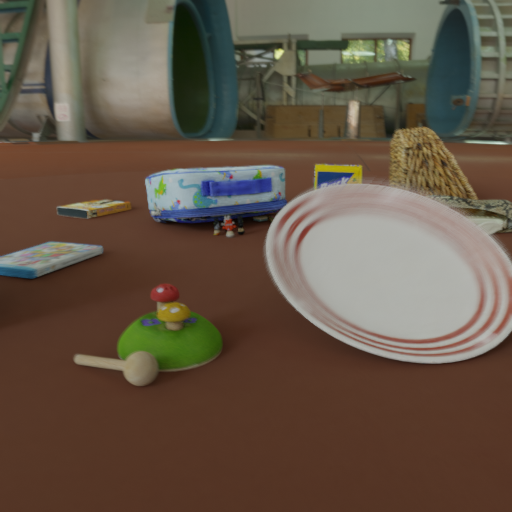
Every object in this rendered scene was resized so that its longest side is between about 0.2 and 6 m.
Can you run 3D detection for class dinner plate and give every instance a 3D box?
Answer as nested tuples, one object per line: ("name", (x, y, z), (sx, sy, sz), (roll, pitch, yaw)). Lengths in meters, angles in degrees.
("dinner plate", (1.689, 0.135, 7.118), (3.187, 0.386, 3.187), (5, 44, -5))

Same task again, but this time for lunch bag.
("lunch bag", (-0.921, -1.479, 13.051), (2.993, 1.234, 2.406), (-9, 8, -31))

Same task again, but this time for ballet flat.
("ballet flat", (4.428, -0.821, 12.091), (2.485, 0.843, 0.936), (2, 38, 1))

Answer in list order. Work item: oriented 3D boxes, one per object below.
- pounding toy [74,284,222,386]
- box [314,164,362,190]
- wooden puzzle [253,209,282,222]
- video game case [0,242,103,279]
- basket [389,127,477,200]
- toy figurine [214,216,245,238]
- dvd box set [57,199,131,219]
("pounding toy", (-1.066, 0.758, 6.101), (1.157, 0.696, 1.499), (11, 18, 36))
("box", (2.097, -1.754, 14.169), (1.119, 1.026, 3.193), (3, 7, 9))
("wooden puzzle", (0.864, -0.978, 13.689), (2.074, 0.146, 1.230), (-7, 16, -21))
("video game case", (-3.746, 0.043, 9.794), (1.267, 0.158, 1.771), (5, 16, 22))
("basket", (5.201, -2.751, 16.599), (2.171, 2.080, 2.915), (1, 15, 7))
("toy figurine", (-0.585, -0.613, 11.923), (0.573, 0.405, 0.582), (4, 16, 37))
("dvd box set", (-4.176, -1.232, 14.495), (1.119, 0.225, 1.530), (8, 17, 31))
